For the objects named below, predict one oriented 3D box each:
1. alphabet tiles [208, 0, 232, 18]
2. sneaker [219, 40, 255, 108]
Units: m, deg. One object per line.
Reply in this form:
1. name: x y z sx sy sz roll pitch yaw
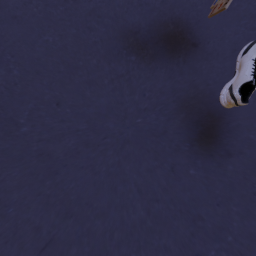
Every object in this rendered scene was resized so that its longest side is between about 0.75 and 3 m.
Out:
1. alphabet tiles: 1.790 -2.413 4.392 0.053 1.184 1.417 31 96 -10
2. sneaker: 2.295 -1.002 5.275 0.524 0.569 1.422 25 89 -19
